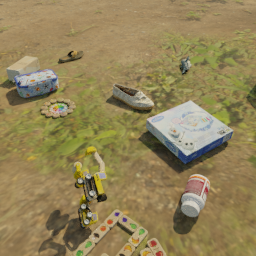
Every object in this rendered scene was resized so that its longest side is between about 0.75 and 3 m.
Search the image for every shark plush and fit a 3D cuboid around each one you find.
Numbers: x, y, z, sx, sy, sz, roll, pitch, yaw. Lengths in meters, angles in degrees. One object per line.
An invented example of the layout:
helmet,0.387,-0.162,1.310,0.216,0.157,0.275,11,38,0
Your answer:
shark plush,3.084,-3.275,15.203,0.557,0.608,1.338,-5,55,26

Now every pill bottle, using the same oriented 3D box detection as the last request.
pill bottle,1.935,1.954,8.106,0.655,0.655,1.159,16,41,20

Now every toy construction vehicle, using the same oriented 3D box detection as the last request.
toy construction vehicle,-0.981,1.576,7.437,0.613,1.516,1.741,-4,58,-24

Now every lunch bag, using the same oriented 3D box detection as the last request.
lunch bag,-4.401,-2.197,13.377,1.993,0.753,1.597,-17,39,-22

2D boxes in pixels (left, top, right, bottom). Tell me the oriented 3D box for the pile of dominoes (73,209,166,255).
pile of dominoes,-0.347,3.186,6.738,1.942,0.397,2.492,25,45,29

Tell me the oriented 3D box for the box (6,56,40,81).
box,-5.402,-3.063,14.523,0.807,0.661,1.701,11,39,13

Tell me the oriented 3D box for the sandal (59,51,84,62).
sandal,-3.251,-4.224,16.198,1.627,0.439,0.653,-25,44,-29

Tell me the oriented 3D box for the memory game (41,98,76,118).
memory game,-3.048,-0.893,12.210,1.517,0.097,1.517,0,38,0

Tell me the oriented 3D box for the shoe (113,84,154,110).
shoe,0.177,-1.397,12.450,2.211,0.590,0.773,25,44,28

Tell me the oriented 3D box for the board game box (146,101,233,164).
board game box,2.269,0.048,10.549,2.298,0.498,2.287,-23,47,-24
